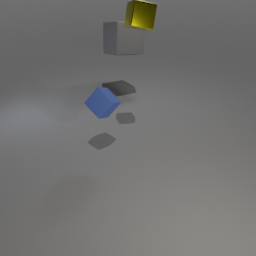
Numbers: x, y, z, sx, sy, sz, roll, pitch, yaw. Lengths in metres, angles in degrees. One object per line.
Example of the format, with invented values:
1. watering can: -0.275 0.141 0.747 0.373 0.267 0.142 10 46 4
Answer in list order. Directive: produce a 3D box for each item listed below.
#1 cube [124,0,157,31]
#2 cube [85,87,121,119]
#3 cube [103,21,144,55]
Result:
1. cube: 0.352 -3.265 8.160 0.700 0.700 0.700 4 16 -19
2. cube: -0.781 -0.789 8.778 0.700 0.700 0.700 46 17 10
3. cube: -0.210 -4.073 12.711 1.400 1.400 1.400 -10 21 -29
